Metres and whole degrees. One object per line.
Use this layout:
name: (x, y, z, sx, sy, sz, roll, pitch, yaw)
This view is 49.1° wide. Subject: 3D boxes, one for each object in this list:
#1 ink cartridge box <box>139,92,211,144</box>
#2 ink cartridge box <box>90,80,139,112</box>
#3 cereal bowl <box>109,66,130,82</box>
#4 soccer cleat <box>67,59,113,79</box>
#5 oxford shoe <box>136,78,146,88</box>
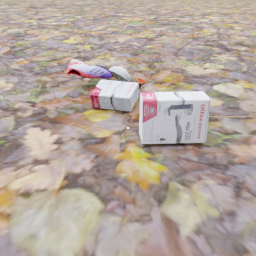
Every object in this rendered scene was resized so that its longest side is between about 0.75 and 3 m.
ink cartridge box: (1.078, -0.241, 6.665, 1.562, 1.137, 0.662, -2, 24, -3)
ink cartridge box: (-0.374, -0.987, 8.461, 1.254, 0.523, 0.910, 8, 40, 17)
cereal bowl: (-0.263, -1.935, 9.982, 0.842, 0.842, 0.351, 24, 80, 36)
soccer cleat: (-1.331, -1.911, 9.751, 1.587, 0.541, 0.581, 17, 62, 4)
oxford shoe: (0.390, -1.415, 9.031, 0.304, 0.310, 0.853, 18, 14, -3)
